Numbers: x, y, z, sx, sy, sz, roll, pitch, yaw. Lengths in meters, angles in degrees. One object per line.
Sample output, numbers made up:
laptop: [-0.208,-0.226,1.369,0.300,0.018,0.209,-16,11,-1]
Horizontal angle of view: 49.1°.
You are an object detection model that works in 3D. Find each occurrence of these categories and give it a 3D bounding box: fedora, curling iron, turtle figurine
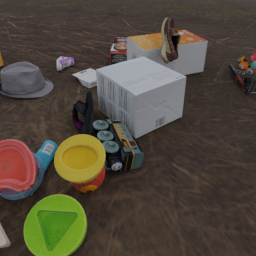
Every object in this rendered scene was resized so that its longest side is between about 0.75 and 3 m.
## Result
fedora: [-4.058,-1.955,10.895,2.121,0.958,1.876,8,36,12]
curling iron: [4.649,-2.125,11.535,0.328,0.635,2.563,20,29,-11]
turtle figurine: [5.616,-2.071,10.841,2.653,1.336,1.986,7,42,-4]

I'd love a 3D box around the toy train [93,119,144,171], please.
toy train: [-0.338,0.424,7.685,1.105,0.826,1.939,-2,34,-21]

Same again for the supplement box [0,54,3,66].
supplement box: [-7.222,-2.867,12.118,1.782,1.039,2.827,19,39,25]

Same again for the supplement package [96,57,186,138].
supplement package: [0.373,-1.092,9.117,2.026,1.558,2.118,-23,41,-29]

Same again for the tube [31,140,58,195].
tube: [-2.336,1.000,7.200,0.623,0.406,1.610,6,42,16]

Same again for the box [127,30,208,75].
box: [1.641,-3.199,12.245,2.953,1.440,1.837,-13,37,-19]

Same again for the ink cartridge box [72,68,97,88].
ink cartridge box: [-1.594,-2.097,11.721,0.994,0.309,1.235,-28,39,-34]

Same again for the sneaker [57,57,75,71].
sneaker: [-2.831,-2.967,12.797,0.735,0.467,1.289,3,35,-1]

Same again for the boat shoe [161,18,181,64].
boat shoe: [1.705,-3.394,10.620,0.708,0.710,1.968,-10,62,37]

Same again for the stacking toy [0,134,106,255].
stacking toy: [-1.899,1.553,6.265,2.868,1.211,2.596,0,61,5]

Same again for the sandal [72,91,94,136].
sandal: [-1.406,-0.366,8.529,0.629,0.987,2.627,7,34,-10]

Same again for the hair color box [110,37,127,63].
hair color box: [-0.238,-3.923,13.982,1.077,0.650,2.121,2,36,2]

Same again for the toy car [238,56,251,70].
toy car: [5.357,-2.899,12.928,0.458,0.675,1.377,-36,3,25]
